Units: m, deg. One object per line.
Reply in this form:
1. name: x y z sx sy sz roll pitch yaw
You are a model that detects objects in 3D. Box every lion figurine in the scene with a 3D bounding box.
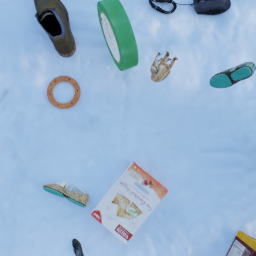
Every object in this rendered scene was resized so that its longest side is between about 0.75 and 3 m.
1. lion figurine: 0.917 -1.730 8.104 0.539 1.486 0.910 33 96 -7

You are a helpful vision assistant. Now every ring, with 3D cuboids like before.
1. ring: -2.292 -1.269 10.020 1.211 0.116 1.211 0 85 0

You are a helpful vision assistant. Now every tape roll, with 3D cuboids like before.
1. tape roll: -0.342 -2.980 9.010 0.541 2.252 2.252 -22 86 -6

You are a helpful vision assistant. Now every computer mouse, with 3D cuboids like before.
1. computer mouse: 2.230 -4.539 10.044 2.971 0.506 0.871 0 87 0

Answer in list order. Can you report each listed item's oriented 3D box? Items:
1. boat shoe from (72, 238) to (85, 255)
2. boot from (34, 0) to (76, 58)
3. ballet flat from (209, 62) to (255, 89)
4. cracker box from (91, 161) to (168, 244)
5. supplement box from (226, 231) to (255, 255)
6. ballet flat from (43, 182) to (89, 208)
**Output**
1. boat shoe: -1.719 4.174 9.575 0.296 0.262 0.791 -19 86 -1
2. boot: -2.613 -3.931 9.558 1.058 1.372 2.831 -26 87 -2
3. ballet flat: 3.185 -1.597 8.483 0.573 1.543 0.573 4 82 -32
4. cracker box: 0.054 2.485 9.487 1.527 0.658 2.280 39 88 3
5. supplement box: 4.265 4.900 8.947 2.105 1.417 2.134 29 87 2
6. ballet flat: -2.086 2.188 9.647 1.647 0.581 0.538 25 61 -1
